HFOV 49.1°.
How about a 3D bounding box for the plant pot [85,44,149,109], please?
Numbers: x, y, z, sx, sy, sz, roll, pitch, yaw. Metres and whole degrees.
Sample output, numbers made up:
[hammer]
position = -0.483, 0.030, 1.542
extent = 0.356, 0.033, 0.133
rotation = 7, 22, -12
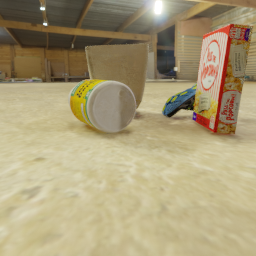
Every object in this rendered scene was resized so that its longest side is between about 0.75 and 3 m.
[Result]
[plant pot]
position = -0.389, -1.775, 10.779
extent = 2.263, 2.006, 2.266
rotation = -4, -7, -5

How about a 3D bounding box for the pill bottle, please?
[pill bottle]
position = -0.897, -0.716, 8.045
extent = 1.354, 1.354, 2.402
rotation = -6, 13, -27

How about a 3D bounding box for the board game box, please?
[board game box]
position = 2.513, -1.332, 7.790
extent = 0.614, 2.652, 2.009
rotation = 5, 10, -4

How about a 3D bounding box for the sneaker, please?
[sneaker]
position = 2.279, -0.921, 9.953
extent = 2.372, 0.983, 0.841
rotation = -27, 20, -22
